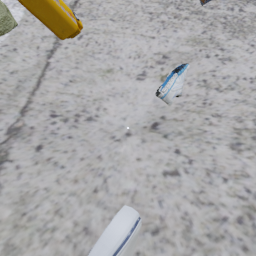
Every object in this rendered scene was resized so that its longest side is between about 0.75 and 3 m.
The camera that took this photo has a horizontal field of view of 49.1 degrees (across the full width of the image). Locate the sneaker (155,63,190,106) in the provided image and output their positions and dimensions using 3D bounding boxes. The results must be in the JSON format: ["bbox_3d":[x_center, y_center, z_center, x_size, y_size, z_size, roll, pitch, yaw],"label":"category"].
[{"bbox_3d":[1.340,-1.194,7.761,0.618,0.535,1.427,45,69,-20],"label":"sneaker"}]

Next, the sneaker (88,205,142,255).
[{"bbox_3d":[-0.170,2.140,3.609,0.886,2.502,0.914,25,23,16],"label":"sneaker"}]

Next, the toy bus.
[{"bbox_3d":[-1.591,-2.463,5.961,0.542,1.666,0.652,-30,61,15],"label":"toy bus"}]

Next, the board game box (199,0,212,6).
[{"bbox_3d":[2.474,-4.489,9.073,0.331,1.072,1.073,-43,90,-2],"label":"board game box"}]

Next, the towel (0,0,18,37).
[{"bbox_3d":[-4.001,-2.814,7.461,1.760,1.306,0.321,-33,49,-2],"label":"towel"}]
